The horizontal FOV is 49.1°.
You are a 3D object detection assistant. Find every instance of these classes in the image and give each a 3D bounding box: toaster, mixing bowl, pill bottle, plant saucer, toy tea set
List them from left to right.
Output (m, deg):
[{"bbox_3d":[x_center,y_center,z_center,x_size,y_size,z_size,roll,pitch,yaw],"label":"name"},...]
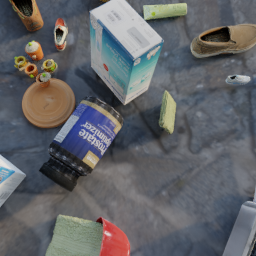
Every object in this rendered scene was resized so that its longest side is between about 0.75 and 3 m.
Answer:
[{"bbox_3d":[-3.400,-2.419,10.350,2.046,0.757,1.217,40,75,23],"label":"toy tea set"},{"bbox_3d":[-2.935,-0.962,10.316,1.940,0.313,1.940,0,74,1],"label":"plant saucer"},{"bbox_3d":[-1.538,0.528,9.172,1.616,1.616,2.889,30,76,9],"label":"pill bottle"},{"bbox_3d":[-0.567,3.682,8.263,1.018,1.880,1.880,17,73,-13],"label":"mixing bowl"},{"bbox_3d":[4.344,3.529,8.208,2.331,1.529,2.577,25,80,7],"label":"toaster"}]

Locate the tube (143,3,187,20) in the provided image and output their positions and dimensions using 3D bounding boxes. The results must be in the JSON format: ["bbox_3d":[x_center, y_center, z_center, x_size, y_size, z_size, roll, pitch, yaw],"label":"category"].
[{"bbox_3d":[1.507,-4.772,11.427,1.735,0.450,0.503,-3,35,4],"label":"tube"}]

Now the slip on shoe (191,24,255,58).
[{"bbox_3d":[3.866,-3.502,10.780,2.890,0.876,1.099,-11,73,-3],"label":"slip on shoe"}]

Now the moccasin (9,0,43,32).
[{"bbox_3d":[-4.347,-5.234,11.181,1.053,1.111,2.878,-21,74,-6],"label":"moccasin"}]

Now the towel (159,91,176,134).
[{"bbox_3d":[1.404,-0.541,9.875,0.247,1.005,1.354,-3,69,29],"label":"towel"}]

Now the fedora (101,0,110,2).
[{"bbox_3d":[-0.852,-5.714,11.569,1.616,0.659,1.616,-1,73,4],"label":"fedora"}]

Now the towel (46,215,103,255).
[{"bbox_3d":[-1.494,3.572,8.618,2.079,0.379,1.542,7,72,22],"label":"towel"}]

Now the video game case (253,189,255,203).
[{"bbox_3d":[4.635,2.637,9.213,1.051,0.132,1.468,15,79,0],"label":"video game case"}]

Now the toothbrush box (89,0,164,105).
[{"bbox_3d":[-0.189,-2.426,9.368,1.230,2.885,2.112,-36,77,-17],"label":"toothbrush box"}]

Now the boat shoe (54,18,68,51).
[{"bbox_3d":[-2.692,-3.791,11.098,0.512,0.450,1.438,-3,72,1],"label":"boat shoe"}]

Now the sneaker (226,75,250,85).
[{"bbox_3d":[4.056,-1.806,10.277,0.849,0.368,0.318,-4,66,8],"label":"sneaker"}]

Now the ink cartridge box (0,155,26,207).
[{"bbox_3d":[-5.115,1.870,8.527,2.040,2.077,2.821,35,76,10],"label":"ink cartridge box"}]
